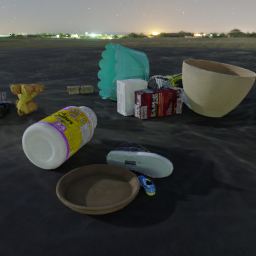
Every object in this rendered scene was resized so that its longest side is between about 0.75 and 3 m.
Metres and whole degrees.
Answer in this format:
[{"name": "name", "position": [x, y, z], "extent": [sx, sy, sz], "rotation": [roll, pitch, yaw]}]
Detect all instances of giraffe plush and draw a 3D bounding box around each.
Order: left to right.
[{"name": "giraffe plush", "position": [-4.377, -1.214, 12.015], "extent": [1.616, 1.310, 1.394], "rotation": [4, 11, 31]}]

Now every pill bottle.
[{"name": "pill bottle", "position": [-1.911, 0.125, 8.603], "extent": [1.340, 1.340, 2.571], "rotation": [7, 22, 17]}]

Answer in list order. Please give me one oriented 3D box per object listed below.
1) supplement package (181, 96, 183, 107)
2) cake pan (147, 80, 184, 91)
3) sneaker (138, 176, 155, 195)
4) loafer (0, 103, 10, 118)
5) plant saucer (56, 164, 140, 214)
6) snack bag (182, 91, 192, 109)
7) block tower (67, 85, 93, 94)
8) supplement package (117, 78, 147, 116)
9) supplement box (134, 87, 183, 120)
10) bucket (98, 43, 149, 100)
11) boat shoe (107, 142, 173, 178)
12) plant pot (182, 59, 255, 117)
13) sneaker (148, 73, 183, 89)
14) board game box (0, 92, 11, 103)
[{"name": "supplement package", "position": [2.117, -1.368, 13.599], "extent": [0.607, 0.600, 1.001], "rotation": [-10, 23, -24]}, {"name": "cake pan", "position": [2.057, -2.216, 15.907], "extent": [2.990, 0.548, 2.990], "rotation": [0, 21, 0]}, {"name": "sneaker", "position": [0.451, 1.321, 6.901], "extent": [0.267, 0.317, 0.809], "rotation": [-9, 21, -18]}, {"name": "loafer", "position": [-5.548, -0.746, 12.179], "extent": [0.423, 0.437, 1.246], "rotation": [2, 21, 5]}, {"name": "plant saucer", "position": [-0.690, 1.426, 6.655], "extent": [1.964, 0.289, 1.964], "rotation": [-1, 21, 0]}, {"name": "snack bag", "position": [3.463, -1.493, 13.957], "extent": [1.755, 0.199, 1.861], "rotation": [-9, 35, -20]}, {"name": "block tower", "position": [-2.756, -2.216, 16.141], "extent": [1.439, 0.389, 0.416], "rotation": [-4, 22, -12]}, {"name": "supplement package", "position": [0.186, -1.388, 12.445], "extent": [1.124, 1.443, 0.800], "rotation": [-10, 23, -25]}, {"name": "supplement box", "position": [1.321, -1.101, 12.123], "extent": [2.096, 1.141, 0.638], "rotation": [-11, 23, -24]}, {"name": "bucket", "position": [-0.269, -2.779, 14.363], "extent": [1.872, 2.877, 2.877], "rotation": [2, 19, -23]}, {"name": "boat shoe", "position": [0.403, 0.790, 7.751], "extent": [1.887, 0.668, 0.857], "rotation": [7, 26, 24]}, {"name": "plant pot", "position": [3.678, -1.631, 12.065], "extent": [2.992, 2.008, 2.992], "rotation": [7, 23, -3]}, {"name": "sneaker", "position": [2.450, -2.502, 15.790], "extent": [2.713, 1.010, 1.148], "rotation": [1, 9, 33]}, {"name": "board game box", "position": [-6.936, -1.415, 12.867], "extent": [2.352, 0.580, 2.977], "rotation": [2, 8, 11]}]
